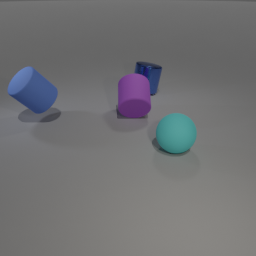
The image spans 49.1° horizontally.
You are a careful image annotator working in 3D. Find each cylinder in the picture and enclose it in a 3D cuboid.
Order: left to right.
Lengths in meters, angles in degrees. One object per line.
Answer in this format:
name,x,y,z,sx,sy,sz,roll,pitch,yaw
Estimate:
cylinder,-3.839,-1.513,11.361,1.400,1.400,1.400,-18,52,25
cylinder,0.269,-1.385,12.164,1.400,1.400,1.400,-1,57,-1
cylinder,0.988,-2.669,14.825,1.400,1.400,1.400,10,22,-4

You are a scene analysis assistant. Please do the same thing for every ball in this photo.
ball,1.673,0.181,9.746,1.400,1.400,1.400,0,28,0
